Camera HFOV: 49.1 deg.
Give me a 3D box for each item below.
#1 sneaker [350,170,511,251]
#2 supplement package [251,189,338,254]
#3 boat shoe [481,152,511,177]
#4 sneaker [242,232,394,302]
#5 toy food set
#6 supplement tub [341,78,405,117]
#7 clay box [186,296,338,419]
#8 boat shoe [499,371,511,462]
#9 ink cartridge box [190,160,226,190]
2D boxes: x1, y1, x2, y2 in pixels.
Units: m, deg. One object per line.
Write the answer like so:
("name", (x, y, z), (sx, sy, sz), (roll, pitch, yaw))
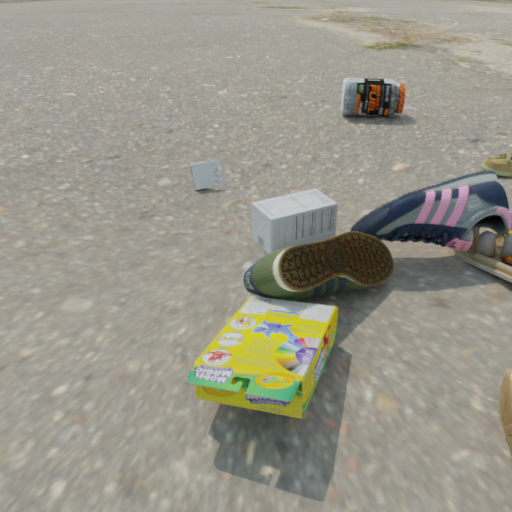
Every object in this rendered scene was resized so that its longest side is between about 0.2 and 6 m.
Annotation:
("sneaker", (3.074, -0.547, 9.571), (2.871, 1.007, 1.177), (-18, 75, -8))
("supplement package", (0.713, -0.641, 10.455), (1.418, 0.777, 0.807), (-15, 34, -23))
("boat shoe", (6.381, -2.283, 13.335), (1.982, 0.623, 0.723), (0, 31, -1))
("sneaker", (0.935, 0.199, 8.882), (2.682, 0.899, 1.204), (-5, -9, -43))
("toy food set", (4.966, -0.180, 9.380), (1.991, 0.838, 2.775), (-14, 26, -22))
("supplement tub", (3.549, -4.824, 17.085), (1.840, 1.127, 1.127), (3, 31, 6))
("clay box", (0.159, 1.255, 7.076), (1.326, 0.549, 2.308), (6, 22, 19))
("boat shoe", (3.131, 2.050, 6.020), (0.700, 0.777, 2.161), (2, 25, 13))
("ink cartridge box", (-1.083, -1.827, 12.581), (0.728, 0.583, 0.172), (-12, 12, -16))
